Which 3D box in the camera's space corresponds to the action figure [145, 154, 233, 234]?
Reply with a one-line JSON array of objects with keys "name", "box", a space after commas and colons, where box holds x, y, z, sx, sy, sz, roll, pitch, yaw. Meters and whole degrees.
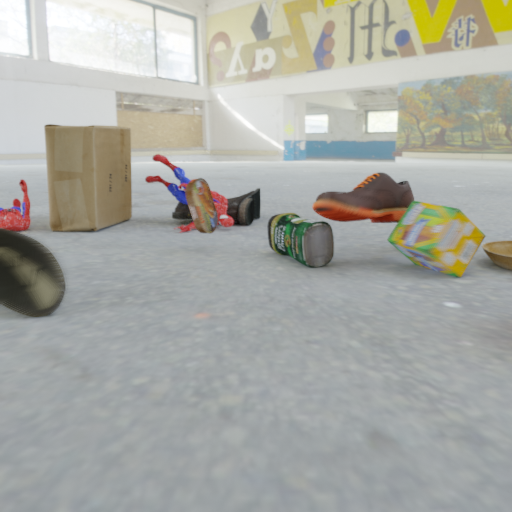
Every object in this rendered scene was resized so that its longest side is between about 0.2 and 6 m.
[{"name": "action figure", "box": [-1.876, -1.496, 13.915, 3.016, 0.984, 1.493, 35, 25, 27]}]

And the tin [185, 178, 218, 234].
[{"name": "tin", "box": [-1.076, -0.976, 11.060, 0.238, 1.136, 0.636, -3, 27, 25]}]

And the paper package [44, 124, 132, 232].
[{"name": "paper package", "box": [-4.148, -2.013, 14.157, 1.303, 2.519, 2.401, 2, 11, 9]}]

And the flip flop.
[{"name": "flip flop", "box": [-3.465, 0.091, 7.473, 2.258, 0.916, 0.650, 22, -17, 14]}]

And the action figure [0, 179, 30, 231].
[{"name": "action figure", "box": [-6.278, -1.436, 14.042, 1.023, 1.552, 3.137, -7, 16, -27]}]

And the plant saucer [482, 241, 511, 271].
[{"name": "plant saucer", "box": [4.873, 0.041, 9.793, 1.750, 0.310, 1.750, 0, 12, 0]}]

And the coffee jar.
[{"name": "coffee jar", "box": [0.773, -0.330, 10.318, 0.673, 0.822, 1.577, -11, 15, -21]}]

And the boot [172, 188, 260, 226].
[{"name": "boot", "box": [-1.019, -1.368, 15.108, 2.112, 0.840, 2.426, 3, 15, 12]}]

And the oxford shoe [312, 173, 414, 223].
[{"name": "oxford shoe", "box": [1.871, -1.022, 9.731, 2.335, 0.847, 0.831, 0, 0, -40]}]

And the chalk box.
[{"name": "chalk box", "box": [2.912, -0.328, 9.470, 0.867, 0.871, 1.401, 35, -5, -29]}]
